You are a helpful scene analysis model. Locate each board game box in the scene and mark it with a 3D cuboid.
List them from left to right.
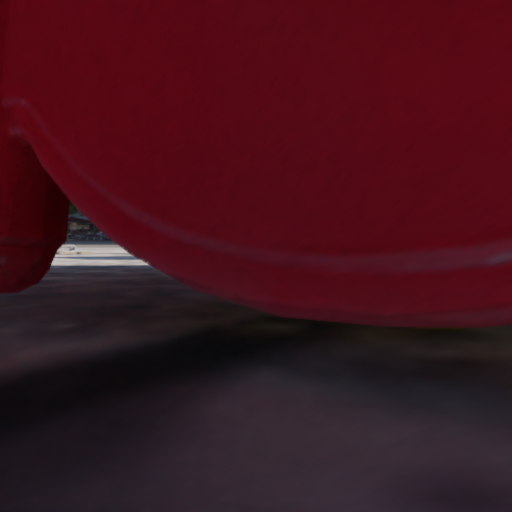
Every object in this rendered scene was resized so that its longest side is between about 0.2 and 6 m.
[{"bbox_3d":[0.661,-0.385,1.572,5.990,1.166,4.733,5,-4,-7],"label":"board game box"}]

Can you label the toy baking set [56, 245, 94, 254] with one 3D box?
[{"bbox_3d":[-3.977,-0.139,9.994,1.896,0.221,1.455,0,1,9],"label":"toy baking set"}]
